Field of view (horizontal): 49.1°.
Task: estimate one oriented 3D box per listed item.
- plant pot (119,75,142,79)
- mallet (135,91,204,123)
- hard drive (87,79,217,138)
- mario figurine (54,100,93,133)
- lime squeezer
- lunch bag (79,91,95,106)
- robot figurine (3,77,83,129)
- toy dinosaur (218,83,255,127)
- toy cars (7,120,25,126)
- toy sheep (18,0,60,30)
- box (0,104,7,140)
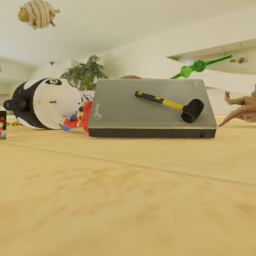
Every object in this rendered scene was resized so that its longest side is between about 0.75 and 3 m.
[{"bbox_3d":[-0.121,-1.280,13.914,2.400,2.400,2.093,1,20,21],"label":"plant pot"},{"bbox_3d":[0.756,-0.509,5.222,1.360,0.280,0.448,28,55,34],"label":"mallet"},{"bbox_3d":[0.442,-0.434,5.622,2.310,0.380,1.612,0,41,3],"label":"hard drive"},{"bbox_3d":[-1.080,-0.357,6.598,0.861,1.003,1.624,44,-27,-24],"label":"mario figurine"},{"bbox_3d":[2.711,-2.354,11.521,2.960,0.558,1.045,-21,31,0],"label":"lime squeezer"},{"bbox_3d":[-1.754,-0.713,10.197,2.053,1.305,1.741,12,13,44],"label":"lunch bag"},{"bbox_3d":[-2.376,-0.717,8.012,2.339,1.459,1.757,3,48,44],"label":"robot figurine"},{"bbox_3d":[4.388,-0.577,9.101,2.923,1.254,1.981,-12,25,-27],"label":"toy dinosaur"},{"bbox_3d":[-4.128,-0.200,9.837,1.209,0.268,0.542,0,3,9],"label":"toy cars"},{"bbox_3d":[-2.109,-2.719,6.705,1.071,0.738,0.738,-20,15,-35],"label":"toy sheep"},{"bbox_3d":[-3.578,-0.413,5.167,1.961,0.541,2.872,-2,18,-35],"label":"box"}]
